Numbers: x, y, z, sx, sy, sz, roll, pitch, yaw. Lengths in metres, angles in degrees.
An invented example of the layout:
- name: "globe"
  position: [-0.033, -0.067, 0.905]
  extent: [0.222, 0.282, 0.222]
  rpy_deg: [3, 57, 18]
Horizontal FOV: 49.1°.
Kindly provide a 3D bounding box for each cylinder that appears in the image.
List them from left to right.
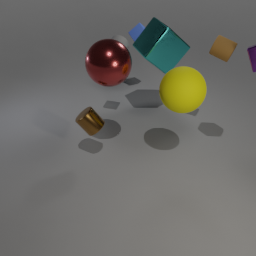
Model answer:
- name: "cylinder"
  position: [-1.237, -0.220, 9.157]
  extent: [0.700, 0.700, 0.700]
  rpy_deg: [-34, 24, 18]
- name: "cylinder"
  position: [-0.409, -2.949, 10.390]
  extent: [0.700, 0.700, 0.700]
  rpy_deg: [10, 57, 16]
- name: "cylinder"
  position: [3.299, -2.753, 9.716]
  extent: [0.700, 0.700, 0.700]
  rpy_deg: [31, 40, 12]

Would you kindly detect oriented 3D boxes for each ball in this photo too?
- name: "ball"
  position: [-0.579, -1.939, 8.376]
  extent: [1.400, 1.400, 1.400]
  rpy_deg: [0, 32, 0]
- name: "ball"
  position: [1.645, -1.144, 8.452]
  extent: [1.400, 1.400, 1.400]
  rpy_deg: [0, 32, 0]

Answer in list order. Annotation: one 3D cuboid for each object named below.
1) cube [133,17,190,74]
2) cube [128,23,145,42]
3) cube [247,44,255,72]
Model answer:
- name: "cube"
  position: [1.302, -3.256, 11.152]
  extent: [1.400, 1.400, 1.400]
  rpy_deg: [27, 21, -36]
- name: "cube"
  position: [0.575, -4.340, 13.098]
  extent: [0.700, 0.700, 0.700]
  rpy_deg: [57, 19, 9]
- name: "cube"
  position: [3.883, -2.082, 8.038]
  extent: [0.700, 0.700, 0.700]
  rpy_deg: [-14, 13, 30]
